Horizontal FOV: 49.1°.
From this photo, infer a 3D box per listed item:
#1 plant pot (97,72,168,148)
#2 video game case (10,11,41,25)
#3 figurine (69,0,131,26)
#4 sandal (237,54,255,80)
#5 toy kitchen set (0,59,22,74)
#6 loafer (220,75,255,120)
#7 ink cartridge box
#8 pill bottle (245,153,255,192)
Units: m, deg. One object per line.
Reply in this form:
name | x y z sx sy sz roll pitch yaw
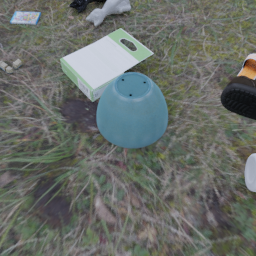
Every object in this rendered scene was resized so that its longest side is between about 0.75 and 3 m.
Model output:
plant pot | 0.133 -0.740 8.214 2.226 1.499 2.226 0 54 0
video game case | -4.336 -4.672 11.879 1.099 0.098 0.786 3 55 2
figurine | -1.209 -5.270 11.963 1.975 0.871 2.024 -37 63 -15
sandal | 4.353 -2.115 9.779 0.715 0.535 1.866 28 59 19
toy kitchen set | -4.342 -2.338 10.087 0.791 0.466 0.634 37 60 1
loafer | 3.035 -0.475 5.484 2.369 0.865 0.845 25 54 0
ink cartridge box | -0.726 -2.299 9.841 2.677 0.642 1.948 -33 61 -21
pill bottle | 4.076 1.230 7.109 1.900 0.991 0.991 7 55 4
